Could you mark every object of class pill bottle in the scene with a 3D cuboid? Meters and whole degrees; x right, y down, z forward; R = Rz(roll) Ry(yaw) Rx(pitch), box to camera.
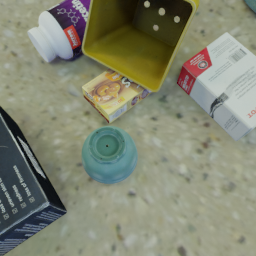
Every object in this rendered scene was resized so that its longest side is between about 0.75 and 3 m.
[{"bbox_3d":[-1.544,-3.001,8.183,2.542,1.429,1.429,-37,72,-14],"label":"pill bottle"}]

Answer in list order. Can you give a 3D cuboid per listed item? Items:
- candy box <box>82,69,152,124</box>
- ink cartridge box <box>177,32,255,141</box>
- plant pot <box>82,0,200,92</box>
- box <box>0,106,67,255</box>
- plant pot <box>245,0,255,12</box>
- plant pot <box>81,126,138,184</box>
[{"bbox_3d":[-0.119,-1.179,7.830,2.020,0.559,1.166,-37,70,-19],"label":"candy box"},{"bbox_3d":[2.838,-1.129,7.631,1.747,1.014,2.421,-37,72,-14],"label":"ink cartridge box"},{"bbox_3d":[0.517,-2.780,7.221,2.348,2.348,2.071,30,44,9],"label":"plant pot"},{"bbox_3d":[-3.424,1.370,6.146,2.886,1.819,2.935,-32,71,-12],"label":"box"},{"bbox_3d":[4.935,-4.937,8.533,2.574,2.566,2.621,4,77,2],"label":"plant pot"},{"bbox_3d":[-0.480,0.557,6.949,1.482,0.993,1.482,0,68,0],"label":"plant pot"}]
